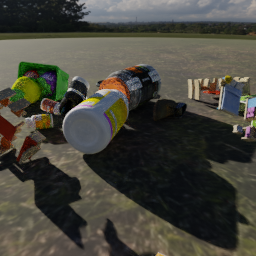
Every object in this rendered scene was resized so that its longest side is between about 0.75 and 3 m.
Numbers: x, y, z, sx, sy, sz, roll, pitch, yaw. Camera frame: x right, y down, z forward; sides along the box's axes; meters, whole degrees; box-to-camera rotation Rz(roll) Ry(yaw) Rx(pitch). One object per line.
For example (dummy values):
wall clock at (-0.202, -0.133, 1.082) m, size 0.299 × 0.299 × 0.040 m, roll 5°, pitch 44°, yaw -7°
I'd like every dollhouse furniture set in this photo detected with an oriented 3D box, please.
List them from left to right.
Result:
dollhouse furniture set at (-3.368, 0.105, 7.980) m, size 1.808 × 1.828 × 0.942 m, roll 37°, pitch 32°, yaw 4°
dollhouse furniture set at (4.463, -1.620, 13.046) m, size 2.637 × 1.358 × 2.608 m, roll -5°, pitch 12°, yaw -12°
dollhouse furniture set at (3.244, -0.603, 7.687) m, size 1.561 × 1.474 × 1.019 m, roll 22°, pitch -19°, yaw -23°

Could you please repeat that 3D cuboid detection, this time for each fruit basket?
fruit basket at (-4.411, -2.054, 13.103) m, size 2.763 × 1.993 × 2.763 m, roll 8°, pitch 7°, yaw -1°

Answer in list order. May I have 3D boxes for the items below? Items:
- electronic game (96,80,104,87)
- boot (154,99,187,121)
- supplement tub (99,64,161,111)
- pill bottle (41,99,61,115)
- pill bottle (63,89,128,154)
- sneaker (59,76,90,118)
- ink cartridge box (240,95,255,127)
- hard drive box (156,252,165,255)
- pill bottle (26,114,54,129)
electronic game at (-1.381, -2.582, 16.227) m, size 0.974 × 0.203 × 0.974 m, roll -6°, pitch 27°, yaw 3°
boot at (1.674, -0.746, 11.091) m, size 1.006 × 0.775 × 2.076 m, roll 6°, pitch 21°, yaw 21°
supplement tub at (0.115, -1.733, 12.189) m, size 1.747 × 1.747 × 2.851 m, roll 13°, pitch 25°, yaw 29°
pill bottle at (-2.762, -0.763, 10.364) m, size 0.820 × 0.460 × 0.460 m, roll 19°, pitch 27°, yaw 12°
pill bottle at (-0.864, -0.399, 9.266) m, size 1.488 × 1.488 × 2.855 m, roll 6°, pitch 24°, yaw 15°
sneaker at (-2.004, -0.780, 10.066) m, size 0.830 × 2.271 × 1.271 m, roll 25°, pitch 65°, yaw 2°
ink cartridge box at (5.242, -0.523, 10.380) m, size 1.774 × 0.909 × 2.400 m, roll -11°, pitch 23°, yaw -22°
hard drive box at (0.728, 2.403, 3.942) m, size 1.102 × 0.423 × 0.859 m, roll 13°, pitch 27°, yaw 28°
pill bottle at (-3.198, -0.219, 10.145) m, size 0.922 × 0.512 × 0.512 m, roll -7°, pitch 24°, yaw -17°
